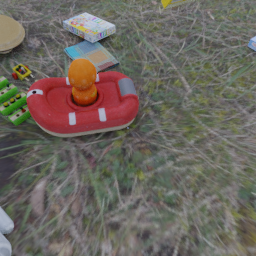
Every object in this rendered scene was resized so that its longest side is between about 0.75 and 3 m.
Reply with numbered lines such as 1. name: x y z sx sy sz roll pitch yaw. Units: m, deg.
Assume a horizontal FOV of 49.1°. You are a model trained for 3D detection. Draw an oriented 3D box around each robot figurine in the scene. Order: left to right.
1. robot figurine: -2.888 2.017 4.717 2.195 1.240 1.862 32 44 21

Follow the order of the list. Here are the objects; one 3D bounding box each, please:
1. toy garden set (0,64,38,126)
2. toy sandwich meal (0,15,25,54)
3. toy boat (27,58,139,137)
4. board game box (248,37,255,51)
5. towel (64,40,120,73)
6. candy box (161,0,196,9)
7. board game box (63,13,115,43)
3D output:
1. toy garden set: -3.019 -1.059 7.697 1.798 0.359 1.499 35 59 24
2. toy sandwich meal: -4.325 -2.945 9.034 2.031 0.696 2.031 6 53 -8
3. toy boat: -1.071 -0.884 6.681 2.651 1.733 1.730 -9 52 -7
4. board game box: 5.020 -2.750 9.047 1.790 0.327 1.354 -32 59 -22
5. towel: -1.148 -2.245 8.749 1.147 0.170 1.564 -30 58 -21
6. candy box: 1.176 -2.429 4.293 0.814 1.592 0.210 -25 88 -20
7. board game box: -1.321 -3.420 9.473 1.529 0.262 1.028 33 54 30
